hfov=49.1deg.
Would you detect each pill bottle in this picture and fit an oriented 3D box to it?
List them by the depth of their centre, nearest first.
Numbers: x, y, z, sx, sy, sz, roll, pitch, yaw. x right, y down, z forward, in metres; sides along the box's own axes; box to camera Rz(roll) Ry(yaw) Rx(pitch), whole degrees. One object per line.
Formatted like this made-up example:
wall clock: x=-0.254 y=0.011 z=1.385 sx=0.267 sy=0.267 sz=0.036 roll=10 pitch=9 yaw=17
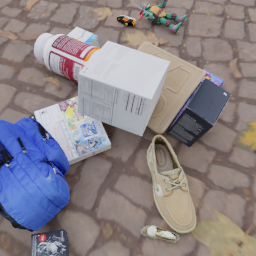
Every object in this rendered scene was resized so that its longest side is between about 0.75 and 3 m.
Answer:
pill bottle: x=-2.186 y=-2.675 z=10.757 sx=2.663 sy=1.504 sz=1.504 roll=26 pitch=61 yaw=16

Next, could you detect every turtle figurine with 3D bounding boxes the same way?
turtle figurine: x=1.423 y=-5.245 z=12.634 sx=2.312 sy=1.164 sz=1.731 roll=31 pitch=77 yaw=1

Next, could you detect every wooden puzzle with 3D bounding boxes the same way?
wooden puzzle: x=0.906 y=-1.476 z=10.100 sx=2.905 sy=0.672 sz=2.690 roll=34 pitch=84 yaw=27

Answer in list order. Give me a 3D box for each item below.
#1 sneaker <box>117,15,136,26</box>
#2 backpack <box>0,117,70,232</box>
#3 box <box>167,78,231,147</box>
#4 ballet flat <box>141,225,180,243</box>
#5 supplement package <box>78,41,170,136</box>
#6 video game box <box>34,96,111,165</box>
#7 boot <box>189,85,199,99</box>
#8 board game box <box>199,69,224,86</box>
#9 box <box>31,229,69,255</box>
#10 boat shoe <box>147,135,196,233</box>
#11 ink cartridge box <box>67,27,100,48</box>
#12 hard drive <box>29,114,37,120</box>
sneaker: x=-0.104 y=-4.902 z=12.888 sx=0.936 sy=0.327 sz=0.421 roll=14 pitch=55 yaw=6
backpack: x=-2.770 y=1.242 z=7.694 sx=2.295 sy=2.223 sz=2.735 roll=-38 pitch=67 yaw=-10
box: x=2.236 y=-0.442 z=9.033 sx=0.973 sy=1.866 sz=1.380 roll=34 pitch=62 yaw=5
ballet flat: x=0.902 y=2.926 z=7.799 sx=1.106 sy=0.416 sz=0.375 roll=13 pitch=61 yaw=8
supplement package: x=-0.123 y=-1.242 z=8.549 sx=2.127 sy=1.564 sz=2.034 roll=21 pitch=48 yaw=8
video game box: x=-1.858 y=0.060 z=9.408 sx=1.954 sy=0.502 sz=2.145 roll=-22 pitch=69 yaw=-9
boot: x=2.029 y=-1.807 z=10.768 sx=1.254 sy=0.499 sz=1.521 roll=-13 pitch=62 yaw=-22
board game box: x=3.168 y=-1.836 z=10.985 sx=0.942 sy=0.211 sz=0.633 roll=37 pitch=64 yaw=21
box: x=-2.074 y=3.320 z=7.484 sx=0.910 sy=0.520 sz=0.999 roll=-8 pitch=58 yaw=-6
boat shoe: x=1.247 y=1.580 z=8.340 sx=1.063 sy=0.957 sz=2.945 roll=-11 pitch=58 yaw=-7
ink cartridge box: x=-1.888 y=-3.499 z=11.689 sx=1.121 sy=0.823 sz=0.819 roll=28 pitch=62 yaw=16
hard drive: x=-2.825 y=-0.278 z=9.976 sx=1.192 sy=0.225 sz=0.833 roll=-24 pitch=61 yaw=-14
